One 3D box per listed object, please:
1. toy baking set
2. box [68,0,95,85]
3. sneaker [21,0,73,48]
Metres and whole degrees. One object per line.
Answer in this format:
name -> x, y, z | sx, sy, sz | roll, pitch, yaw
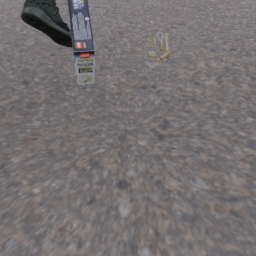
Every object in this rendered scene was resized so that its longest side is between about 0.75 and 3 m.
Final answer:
toy baking set -> 0.687, -1.765, 6.017 | 0.737, 0.566, 0.086 | -33, 6, -25
box -> -1.227, -2.634, 7.053 | 0.469, 1.486, 2.700 | -6, 72, -9
sneaker -> -2.523, -3.794, 9.727 | 0.890, 2.327, 1.333 | -7, 68, 38
